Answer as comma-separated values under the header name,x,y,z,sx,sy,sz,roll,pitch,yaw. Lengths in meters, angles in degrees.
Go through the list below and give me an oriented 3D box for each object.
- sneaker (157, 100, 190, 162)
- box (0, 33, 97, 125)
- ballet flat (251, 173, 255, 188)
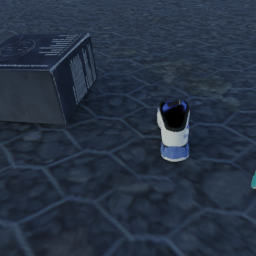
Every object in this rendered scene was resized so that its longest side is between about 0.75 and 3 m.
name,x,y,z,sx,sy,sz,roll,pitch,yaw
sneaker,1.252,-0.300,7.406,0.903,1.291,2.235,0,33,4
box,-2.814,-1.645,8.714,2.858,1.771,2.810,4,36,15
ballet flat,2.936,0.983,6.118,0.273,0.760,0.273,15,3,-1
